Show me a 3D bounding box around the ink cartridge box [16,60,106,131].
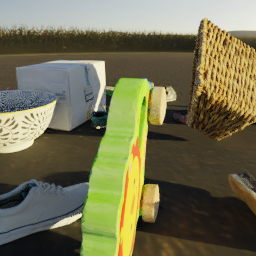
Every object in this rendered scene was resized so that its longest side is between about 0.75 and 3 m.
[{"bbox_3d":[-2.314,-1.352,10.332,2.064,2.028,2.803,7,20,19],"label":"ink cartridge box"}]

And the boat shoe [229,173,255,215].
[{"bbox_3d":[2.343,1.206,5.031,0.473,0.525,1.460,-23,19,-2],"label":"boat shoe"}]

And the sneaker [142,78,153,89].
[{"bbox_3d":[0.843,-2.439,15.771,0.698,0.628,1.698,-8,19,-17],"label":"sneaker"}]

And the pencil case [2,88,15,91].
[{"bbox_3d":[-4.368,-1.015,11.226,2.133,0.943,0.943,16,24,42],"label":"pencil case"}]

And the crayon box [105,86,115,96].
[{"bbox_3d":[-0.928,-1.924,14.665,1.148,0.334,0.682,13,23,33],"label":"crayon box"}]

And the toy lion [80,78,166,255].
[{"bbox_3d":[-0.042,0.614,3.861,0.925,2.694,2.582,5,1,10],"label":"toy lion"}]

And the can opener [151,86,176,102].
[{"bbox_3d":[1.102,-1.406,13.004,2.639,0.704,0.882,-12,-10,-30],"label":"can opener"}]

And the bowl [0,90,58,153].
[{"bbox_3d":[-3.377,-0.149,7.880,2.866,1.345,2.866,-1,19,0],"label":"bowl"}]

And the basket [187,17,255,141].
[{"bbox_3d":[2.269,-1.321,8.146,2.100,2.819,2.012,24,-33,-19],"label":"basket"}]

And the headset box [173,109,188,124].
[{"bbox_3d":[2.156,-0.411,10.230,0.645,0.335,0.867,-10,20,-27],"label":"headset box"}]

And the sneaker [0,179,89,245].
[{"bbox_3d":[-1.440,1.246,4.707,2.109,0.747,0.770,-14,24,-36],"label":"sneaker"}]

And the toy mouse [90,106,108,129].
[{"bbox_3d":[-0.425,-0.310,9.693,2.485,0.481,2.208,-11,22,-30],"label":"toy mouse"}]
